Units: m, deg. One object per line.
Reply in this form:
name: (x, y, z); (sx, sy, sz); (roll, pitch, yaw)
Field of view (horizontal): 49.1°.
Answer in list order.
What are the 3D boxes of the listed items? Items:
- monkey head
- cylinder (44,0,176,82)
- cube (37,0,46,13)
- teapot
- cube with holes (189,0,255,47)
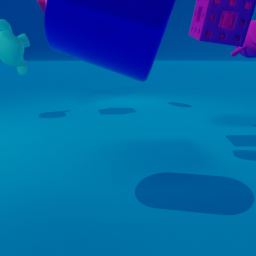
monkey head: (-3.890, -2.812, 9.613); (1.346, 1.871, 1.127); (-34, 35, -30)
cylinder: (-0.170, -1.413, 3.540); (1.319, 1.319, 1.319); (19, 16, 0)
cube: (-2.394, -4.469, 9.494); (1.006, 1.006, 1.006); (7, -3, -3)
teapot: (3.671, -2.553, 8.206); (1.729, 1.075, 0.847); (-34, -6, -18)
cube with holes: (2.028, -2.417, 6.163); (0.971, 0.971, 0.971); (7, 25, -5)
